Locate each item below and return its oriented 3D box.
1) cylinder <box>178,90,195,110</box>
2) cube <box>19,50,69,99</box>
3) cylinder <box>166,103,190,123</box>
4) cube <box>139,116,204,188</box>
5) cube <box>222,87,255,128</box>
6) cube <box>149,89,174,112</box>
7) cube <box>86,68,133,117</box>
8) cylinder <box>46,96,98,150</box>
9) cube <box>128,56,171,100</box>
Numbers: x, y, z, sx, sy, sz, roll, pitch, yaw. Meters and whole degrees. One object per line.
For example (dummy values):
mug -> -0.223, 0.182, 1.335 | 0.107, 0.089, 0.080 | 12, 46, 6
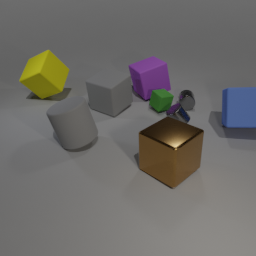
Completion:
cylinder -> 2.607, -1.244, 12.446 | 0.700, 0.700, 0.700 | 3, 32, 6
cube -> -3.789, -2.419, 12.814 | 1.400, 1.400, 1.400 | -13, 52, 32
cylinder -> 1.946, -0.480, 10.869 | 0.700, 0.700, 0.700 | -35, 23, 17
cube -> 1.296, 0.681, 8.561 | 1.400, 1.400, 1.400 | -27, 38, -37
cube -> 4.284, -0.763, 10.341 | 1.400, 1.400, 1.400 | 1, 5, 12
cube -> 1.448, -1.216, 12.193 | 0.700, 0.700, 0.700 | -12, 40, -33
cube -> -0.777, -1.561, 12.120 | 1.400, 1.400, 1.400 | 20, 44, 30
cylinder -> -1.921, -0.197, 9.803 | 1.400, 1.400, 1.400 | -15, 27, 8
cube -> 1.030, -2.401, 13.334 | 1.400, 1.400, 1.400 | -23, 33, -11
